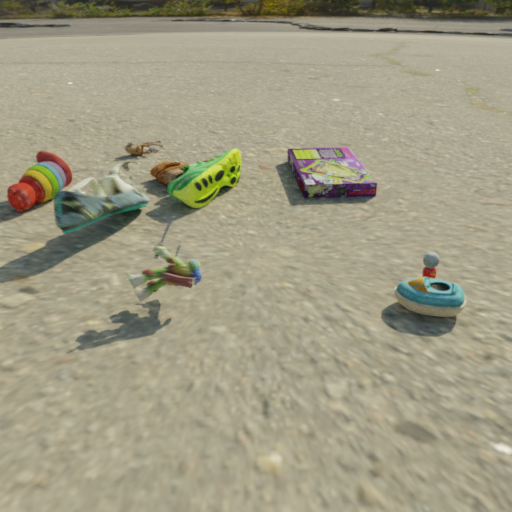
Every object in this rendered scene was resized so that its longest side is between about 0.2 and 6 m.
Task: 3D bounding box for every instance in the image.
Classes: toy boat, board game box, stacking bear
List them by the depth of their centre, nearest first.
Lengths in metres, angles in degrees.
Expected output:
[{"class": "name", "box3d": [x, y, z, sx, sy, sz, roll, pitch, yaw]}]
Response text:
[{"class": "toy boat", "box3d": [2.657, 0.425, 8.576, 1.039, 0.575, 1.237, 6, 28, 13]}, {"class": "stacking bear", "box3d": [-4.797, -1.524, 12.191, 0.870, 0.929, 1.531, 12, 37, 16]}, {"class": "board game box", "box3d": [1.764, -2.085, 13.704, 1.680, 0.452, 2.800, -6, 28, -2]}]

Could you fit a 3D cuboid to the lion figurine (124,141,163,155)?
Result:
[{"class": "lion figurine", "box3d": [-3.128, -3.007, 15.590, 0.660, 0.391, 1.078, 3, 12, 22]}]

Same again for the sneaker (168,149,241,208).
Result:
[{"class": "sneaker", "box3d": [-1.108, -1.894, 12.726, 1.034, 0.917, 2.475, 17, 32, 22]}]

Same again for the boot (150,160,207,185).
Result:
[{"class": "boot", "box3d": [-1.723, -2.054, 13.576, 1.492, 0.572, 1.158, -29, 34, -32]}]

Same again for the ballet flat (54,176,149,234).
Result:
[{"class": "ballet flat", "box3d": [-2.923, -1.129, 10.815, 0.939, 0.939, 2.528, 9, 17, 17]}]

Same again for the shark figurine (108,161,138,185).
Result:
[{"class": "shark figurine", "box3d": [-3.126, -1.633, 12.511, 0.874, 0.610, 1.463, 12, 44, -27]}]

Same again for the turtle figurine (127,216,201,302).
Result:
[{"class": "turtle figurine", "box3d": [-1.443, 0.153, 8.475, 1.034, 1.066, 0.767, -27, -5, -15]}]
